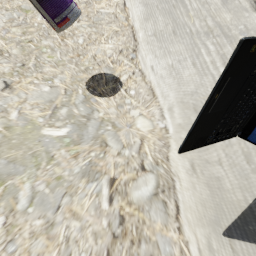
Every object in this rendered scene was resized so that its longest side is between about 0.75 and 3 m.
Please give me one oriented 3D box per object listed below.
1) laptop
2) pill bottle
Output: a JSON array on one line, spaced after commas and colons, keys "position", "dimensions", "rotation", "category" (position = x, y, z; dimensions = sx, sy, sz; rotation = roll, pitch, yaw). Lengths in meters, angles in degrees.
[{"position": [2.199, -0.147, 4.021], "dimensions": [2.262, 2.005, 1.168], "rotation": [-12, 49, -31], "category": "laptop"}, {"position": [-1.915, -3.169, 6.744], "dimensions": [0.862, 1.547, 0.862], "rotation": [-27, 36, 21], "category": "pill bottle"}]
